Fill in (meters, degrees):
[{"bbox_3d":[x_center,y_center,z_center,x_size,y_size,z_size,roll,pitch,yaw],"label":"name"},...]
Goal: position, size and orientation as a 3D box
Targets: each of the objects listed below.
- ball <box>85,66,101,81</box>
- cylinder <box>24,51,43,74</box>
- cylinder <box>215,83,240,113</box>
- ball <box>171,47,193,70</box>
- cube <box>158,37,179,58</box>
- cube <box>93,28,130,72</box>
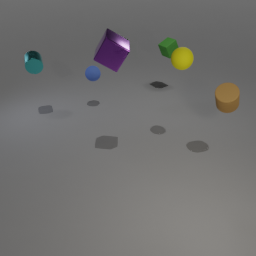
[{"bbox_3d":[-1.597,-2.476,12.733,0.700,0.700,0.700,0,30,0],"label":"ball"},{"bbox_3d":[-3.807,-2.648,11.299,0.700,0.700,0.700,-9,43,-16],"label":"cylinder"},{"bbox_3d":[3.047,-0.919,8.596,0.700,0.700,0.700,-8,63,17],"label":"cylinder"},{"bbox_3d":[1.694,-2.174,8.779,0.700,0.700,0.700,0,30,0],"label":"ball"},{"bbox_3d":[2.107,-4.141,14.453,0.700,0.700,0.700,-39,41,-9],"label":"cube"},{"bbox_3d":[-0.421,-2.042,7.365,0.700,0.700,0.700,25,34,-19],"label":"cube"}]
